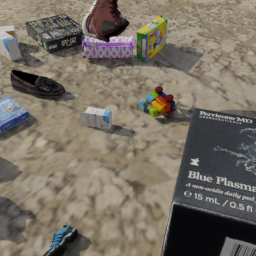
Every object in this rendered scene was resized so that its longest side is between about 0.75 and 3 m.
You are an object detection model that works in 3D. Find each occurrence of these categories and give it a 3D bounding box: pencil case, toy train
[{"bbox_3d":[-0.806,-3.425,11.750,2.228,0.952,0.935,-2,82,-2],"label":"pencil case"},{"bbox_3d":[1.101,-0.613,8.953,0.910,0.666,1.574,-30,49,-15],"label":"toy train"}]

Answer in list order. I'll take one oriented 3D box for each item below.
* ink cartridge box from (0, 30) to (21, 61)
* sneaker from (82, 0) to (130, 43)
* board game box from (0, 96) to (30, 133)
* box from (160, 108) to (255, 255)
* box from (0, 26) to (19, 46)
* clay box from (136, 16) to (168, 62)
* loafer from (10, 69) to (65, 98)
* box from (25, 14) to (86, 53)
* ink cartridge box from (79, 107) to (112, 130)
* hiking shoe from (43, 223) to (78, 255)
[{"bbox_3d":[-5.177,-3.531,11.960,1.217,0.880,0.515,32,51,31],"label":"ink cartridge box"},{"bbox_3d":[-0.348,-3.583,8.237,1.335,2.311,0.875,33,18,25],"label":"sneaker"},{"bbox_3d":[-4.063,-0.415,8.943,1.284,0.280,1.291,31,50,31],"label":"board game box"},{"bbox_3d":[2.382,1.241,5.320,2.921,1.744,2.970,11,35,13],"label":"box"},{"bbox_3d":[-5.685,-4.066,12.620,1.271,0.790,0.619,-11,43,-12],"label":"box"},{"bbox_3d":[1.119,-3.886,12.080,0.517,1.247,2.171,24,48,25],"label":"clay box"},{"bbox_3d":[-3.274,-1.596,9.967,2.117,0.667,0.761,12,43,13],"label":"loafer"},{"bbox_3d":[-3.372,-4.585,13.350,2.130,0.579,2.659,-26,48,-26],"label":"box"},{"bbox_3d":[-0.987,-0.316,8.636,0.948,0.550,0.322,10,43,11],"label":"ink cartridge box"},{"bbox_3d":[-1.454,2.401,5.833,0.386,0.332,0.891,18,35,30],"label":"hiking shoe"}]
